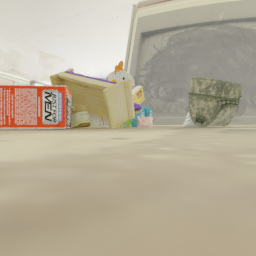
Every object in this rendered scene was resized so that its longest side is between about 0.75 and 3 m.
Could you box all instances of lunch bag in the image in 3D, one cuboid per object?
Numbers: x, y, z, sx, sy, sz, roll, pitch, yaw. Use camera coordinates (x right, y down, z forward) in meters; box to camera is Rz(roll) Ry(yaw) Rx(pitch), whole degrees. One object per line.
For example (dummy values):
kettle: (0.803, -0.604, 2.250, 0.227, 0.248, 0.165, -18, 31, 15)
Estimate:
lunch bag: (3.351, -0.941, 10.873, 1.514, 1.822, 2.172, 18, 14, 39)

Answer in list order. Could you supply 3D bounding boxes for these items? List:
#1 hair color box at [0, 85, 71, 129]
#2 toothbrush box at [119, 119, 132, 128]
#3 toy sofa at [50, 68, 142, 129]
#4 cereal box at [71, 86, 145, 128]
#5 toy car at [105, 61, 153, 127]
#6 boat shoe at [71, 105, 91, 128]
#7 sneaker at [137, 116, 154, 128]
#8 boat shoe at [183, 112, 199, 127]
hair color box: (-2.523, -0.386, 5.570, 2.678, 0.856, 1.485, 1, 0, -8)
toothbrush box: (-0.088, -0.392, 9.640, 0.327, 0.759, 0.553, -1, 0, -14)
toy sofa: (-0.853, -0.922, 7.374, 2.475, 1.025, 1.208, 20, 39, 42)
cereal box: (-1.180, -0.706, 9.034, 2.926, 0.578, 2.105, 0, 28, 27)
toy car: (-0.474, -1.482, 11.969, 2.656, 2.881, 2.548, 0, 1, 19)
boat shoe: (-1.647, -0.280, 7.054, 1.758, 0.584, 0.651, -2, 2, 32)
sneaker: (0.545, -0.183, 8.866, 0.504, 0.363, 0.965, -3, 7, -5)
boat shoe: (2.954, -0.423, 12.513, 0.815, 0.745, 2.266, 0, 1, 19)
